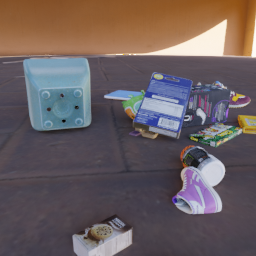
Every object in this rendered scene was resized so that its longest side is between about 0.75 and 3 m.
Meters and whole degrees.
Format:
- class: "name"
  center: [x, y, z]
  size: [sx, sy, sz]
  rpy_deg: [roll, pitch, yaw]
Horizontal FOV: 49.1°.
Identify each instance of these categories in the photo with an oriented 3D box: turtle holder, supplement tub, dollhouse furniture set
- class: "turtle holder"
  center: [0.463, -0.794, 10.358]
  size: [1.267, 0.900, 0.963]
  rpy_deg: [-15, -13, -46]
- class: "supplement tub"
  center: [1.779, 0.884, 6.874]
  size: [0.691, 0.691, 1.128]
  rpy_deg: [-5, 21, -15]
- class: "dollhouse furniture set"
  center: [0.677, -0.132, 9.748]
  size: [1.043, 0.740, 0.827]
  rpy_deg: [13, 23, 37]

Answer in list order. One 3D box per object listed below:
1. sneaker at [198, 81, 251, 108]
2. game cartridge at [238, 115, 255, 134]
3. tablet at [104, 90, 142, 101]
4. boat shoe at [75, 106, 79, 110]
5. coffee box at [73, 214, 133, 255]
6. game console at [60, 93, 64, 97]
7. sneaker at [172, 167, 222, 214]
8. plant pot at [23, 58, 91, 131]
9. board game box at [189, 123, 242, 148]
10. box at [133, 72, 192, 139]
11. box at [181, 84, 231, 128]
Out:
- class: "sneaker"
  center: [4.621, -1.669, 13.616]
  size: [2.606, 1.174, 0.976]
  rpy_deg: [2, 20, 8]
- class: "game cartridge"
  center: [5.013, -0.135, 10.536]
  size: [1.505, 0.277, 1.707]
  rpy_deg: [5, 20, 13]
- class: "tablet"
  center: [0.396, -1.720, 15.322]
  size: [2.946, 0.201, 1.917]
  rpy_deg: [9, 20, 22]
- class: "boat shoe"
  center: [-2.169, -0.777, 11.714]
  size: [0.461, 0.422, 1.234]
  rpy_deg: [-6, 20, -13]
- class: "coffee box"
  center: [-0.401, 1.833, 4.611]
  size: [0.871, 0.348, 0.492]
  rpy_deg: [-15, 24, -38]
- class: "game console"
  center: [-2.620, -1.601, 13.886]
  size: [1.306, 0.905, 1.530]
  rpy_deg: [-1, 20, 0]
- class: "sneaker"
  center: [1.262, 1.290, 5.979]
  size: [0.830, 0.528, 1.456]
  rpy_deg: [-7, 20, -11]
- class: "plant pot"
  center: [-2.471, -1.098, 10.309]
  size: [2.453, 2.459, 2.505]
  rpy_deg: [-5, 25, -16]
- class: "board game box"
  center: [3.052, 0.205, 9.646]
  size: [0.994, 0.223, 1.897]
  rpy_deg: [20, 27, 41]
- class: "box"
  center: [1.238, -0.841, 9.420]
  size: [1.492, 0.399, 2.463]
  rpy_deg: [15, 54, 11]
- class: "box"
  center: [2.709, -0.908, 11.059]
  size: [2.246, 1.373, 1.191]
  rpy_deg: [-6, 21, -21]
